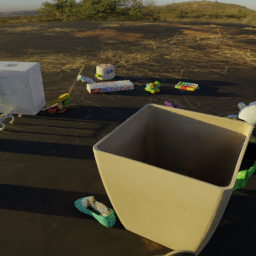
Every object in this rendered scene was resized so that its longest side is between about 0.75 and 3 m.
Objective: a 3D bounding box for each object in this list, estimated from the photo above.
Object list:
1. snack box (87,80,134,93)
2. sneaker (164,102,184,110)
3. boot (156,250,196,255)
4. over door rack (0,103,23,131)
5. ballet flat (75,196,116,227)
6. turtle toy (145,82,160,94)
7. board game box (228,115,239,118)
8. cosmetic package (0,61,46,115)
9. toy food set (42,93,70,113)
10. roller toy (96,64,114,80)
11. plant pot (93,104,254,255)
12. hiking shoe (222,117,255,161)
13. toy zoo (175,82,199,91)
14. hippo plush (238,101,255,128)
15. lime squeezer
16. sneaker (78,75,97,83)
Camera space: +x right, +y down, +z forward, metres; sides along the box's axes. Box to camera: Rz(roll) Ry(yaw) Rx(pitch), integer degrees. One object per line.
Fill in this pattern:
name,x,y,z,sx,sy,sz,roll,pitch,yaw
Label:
snack box,-0.996,-2.345,15.821,2.505,0.304,0.900,-8,28,-15
sneaker,2.163,-0.542,11.908,0.983,0.814,2.060,7,27,-11
boot,0.888,2.881,5.444,1.118,0.404,0.844,-9,30,-5
over door rack,-5.780,-0.653,11.902,2.017,0.672,1.490,24,30,0
ballet flat,-0.839,1.991,7.095,1.346,0.474,0.453,20,32,35
turtle toy,1.413,-2.273,15.485,0.956,0.483,0.696,-23,35,-37
board game box,4.804,-0.317,11.952,0.949,0.191,0.726,5,27,11
cosmetic package,-5.109,-1.819,12.776,2.107,2.114,1.299,4,29,8
toy food set,-3.232,-1.027,13.070,1.051,0.583,1.786,-19,21,16
roller toy,-1.412,-3.576,17.651,1.106,0.847,1.212,3,27,6
plant pot,1.093,1.197,6.540,2.712,2.404,2.715,14,31,26
hiking shoe,3.819,0.397,9.611,1.371,1.031,2.723,-19,33,-39
toy zoo,3.469,-2.396,16.116,1.273,0.130,0.835,14,30,27
hippo plush,5.311,-0.233,10.665,2.406,1.917,1.935,-26,12,-35
lime squeezer,3.086,1.470,8.217,2.603,0.491,0.919,-11,6,-17
sneaker,-2.446,-2.835,16.804,1.180,0.428,0.424,17,-1,8
